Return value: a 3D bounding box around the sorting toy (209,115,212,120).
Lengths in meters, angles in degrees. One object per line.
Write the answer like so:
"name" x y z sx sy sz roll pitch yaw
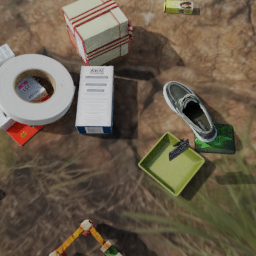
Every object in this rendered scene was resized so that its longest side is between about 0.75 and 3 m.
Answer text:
"sorting toy" 2.717 -0.428 10.383 0.614 0.149 1.091 -22 66 -10

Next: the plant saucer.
"plant saucer" 1.469 1.225 9.558 1.647 0.395 1.649 39 72 15

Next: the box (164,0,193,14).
"box" 2.243 -5.382 12.470 1.257 0.315 0.473 4 66 2

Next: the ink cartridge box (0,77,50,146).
"ink cartridge box" -3.823 -0.685 10.359 1.849 0.464 2.130 39 72 17

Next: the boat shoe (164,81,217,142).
"boat shoe" 2.232 -0.784 9.981 1.009 0.993 2.800 -35 64 -3

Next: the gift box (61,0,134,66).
"gift box" -1.041 -3.837 10.772 2.151 2.304 2.126 -29 75 -13

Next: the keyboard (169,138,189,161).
"keyboard" 1.431 0.589 8.150 0.170 0.858 0.446 27 42 -22

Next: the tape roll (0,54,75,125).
"tape roll" -3.376 -1.435 10.263 2.791 0.510 2.791 7 65 -15

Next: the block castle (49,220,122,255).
"block castle" -0.901 4.027 7.950 2.516 1.180 1.681 42 69 14

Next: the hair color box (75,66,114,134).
"hair color box" -1.163 -1.054 10.343 1.252 0.758 2.504 1 67 0

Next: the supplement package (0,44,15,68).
"supplement package" -4.843 -2.592 10.939 0.933 0.892 0.686 -34 71 -14

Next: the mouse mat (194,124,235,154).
"mouse mat" 3.117 0.363 10.125 1.442 0.054 1.161 3 67 2
